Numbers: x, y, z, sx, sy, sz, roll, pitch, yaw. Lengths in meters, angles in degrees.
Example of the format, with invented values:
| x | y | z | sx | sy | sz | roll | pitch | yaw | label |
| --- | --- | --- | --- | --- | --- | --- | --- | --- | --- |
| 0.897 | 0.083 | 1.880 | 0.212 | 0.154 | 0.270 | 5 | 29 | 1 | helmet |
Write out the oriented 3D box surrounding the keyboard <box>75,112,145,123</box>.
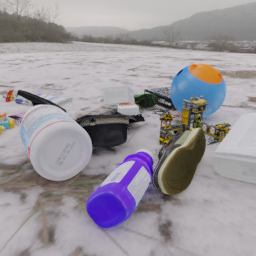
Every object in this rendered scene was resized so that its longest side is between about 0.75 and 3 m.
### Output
| x | y | z | sx | sy | sz | roll | pitch | yaw | label |
| --- | --- | --- | --- | --- | --- | --- | --- | --- | --- |
| -0.394 | -0.356 | 10.210 | 1.769 | 0.287 | 2.785 | -7 | -4 | 42 | keyboard |

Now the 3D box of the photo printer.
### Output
| x | y | z | sx | sy | sz | roll | pitch | yaw | label |
| --- | --- | --- | --- | --- | --- | --- | --- | --- | --- |
| 3.853 | 0.416 | 7.640 | 2.220 | 0.927 | 2.669 | 5 | 33 | 40 | photo printer |

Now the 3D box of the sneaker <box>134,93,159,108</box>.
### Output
| x | y | z | sx | sy | sz | roll | pitch | yaw | label |
| --- | --- | --- | --- | --- | --- | --- | --- | --- | --- |
| 0.599 | -1.466 | 14.244 | 1.903 | 0.742 | 0.811 | 2 | 19 | 6 | sneaker |

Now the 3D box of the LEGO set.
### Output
| x | y | z | sx | sy | sz | roll | pitch | yaw | label |
| --- | --- | --- | --- | --- | --- | --- | --- | --- | --- |
| 2.294 | -0.305 | 9.798 | 2.622 | 1.519 | 2.016 | -9 | 22 | -24 | LEGO set |

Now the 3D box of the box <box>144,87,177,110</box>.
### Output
| x | y | z | sx | sy | sz | roll | pitch | yaw | label |
| --- | --- | --- | --- | --- | --- | --- | --- | --- | --- |
| 2.403 | -1.662 | 14.944 | 2.106 | 0.642 | 2.613 | -12 | 23 | -27 | box |

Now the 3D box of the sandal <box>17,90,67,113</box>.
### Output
| x | y | z | sx | sy | sz | roll | pitch | yaw | label |
| --- | --- | --- | --- | --- | --- | --- | --- | --- | --- |
| -3.943 | -1.023 | 12.825 | 2.671 | 0.639 | 1.004 | 23 | 6 | 20 | sandal |

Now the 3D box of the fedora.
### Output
| x | y | z | sx | sy | sz | roll | pitch | yaw | label |
| --- | --- | --- | --- | --- | --- | --- | --- | --- | --- |
| -0.725 | 0.156 | 9.027 | 2.026 | 0.925 | 2.026 | -4 | -6 | 0 | fedora |

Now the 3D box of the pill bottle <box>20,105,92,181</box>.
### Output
| x | y | z | sx | sy | sz | roll | pitch | yaw | label |
| --- | --- | --- | --- | --- | --- | --- | --- | --- | --- |
| -2.265 | 0.226 | 8.210 | 1.585 | 1.585 | 2.914 | -10 | 21 | -26 | pill bottle |

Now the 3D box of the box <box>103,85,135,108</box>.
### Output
| x | y | z | sx | sy | sz | roll | pitch | yaw | label |
| --- | --- | --- | --- | --- | --- | --- | --- | --- | --- |
| -0.410 | -1.456 | 13.305 | 1.223 | 0.799 | 1.216 | -4 | -6 | 15 | box |

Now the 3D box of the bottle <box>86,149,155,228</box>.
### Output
| x | y | z | sx | sy | sz | roll | pitch | yaw | label |
| --- | --- | --- | --- | --- | --- | --- | --- | --- | --- |
| 0.009 | 1.204 | 6.370 | 1.033 | 0.807 | 2.472 | -36 | 2 | 27 | bottle |

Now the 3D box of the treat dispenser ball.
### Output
| x | y | z | sx | sy | sz | roll | pitch | yaw | label |
| --- | --- | --- | --- | --- | --- | --- | --- | --- | --- |
| 3.022 | -1.598 | 12.171 | 2.361 | 2.361 | 2.361 | 0 | 20 | 0 | treat dispenser ball |

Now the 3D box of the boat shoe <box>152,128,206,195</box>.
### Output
| x | y | z | sx | sy | sz | roll | pitch | yaw | label |
| --- | --- | --- | --- | --- | --- | --- | --- | --- | --- |
| 1.291 | 0.832 | 7.547 | 0.952 | 1.035 | 2.897 | -7 | 19 | 36 | boat shoe |

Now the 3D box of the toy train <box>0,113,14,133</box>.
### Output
| x | y | z | sx | sy | sz | roll | pitch | yaw | label |
| --- | --- | --- | --- | --- | --- | --- | --- | --- | --- |
| -5.466 | -0.164 | 10.780 | 1.636 | 0.606 | 2.178 | 8 | 21 | 20 | toy train |

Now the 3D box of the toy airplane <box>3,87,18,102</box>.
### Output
| x | y | z | sx | sy | sz | roll | pitch | yaw | label |
| --- | --- | --- | --- | --- | --- | --- | --- | --- | --- |
| -6.442 | -1.808 | 15.423 | 0.849 | 0.602 | 0.853 | -40 | 47 | -12 | toy airplane |

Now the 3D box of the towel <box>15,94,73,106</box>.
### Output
| x | y | z | sx | sy | sz | roll | pitch | yaw | label |
| --- | --- | --- | --- | --- | --- | --- | --- | --- | --- |
| -4.489 | -1.514 | 15.036 | 2.565 | 0.305 | 1.884 | 9 | 21 | 25 | towel |

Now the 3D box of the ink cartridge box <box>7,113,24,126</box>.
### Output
| x | y | z | sx | sy | sz | roll | pitch | yaw | label |
| --- | --- | --- | --- | --- | --- | --- | --- | --- | --- |
| -4.470 | -0.333 | 11.842 | 1.356 | 0.251 | 0.642 | 19 | 27 | 37 | ink cartridge box |

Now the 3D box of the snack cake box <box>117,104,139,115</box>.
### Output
| x | y | z | sx | sy | sz | roll | pitch | yaw | label |
| --- | --- | --- | --- | --- | --- | --- | --- | --- | --- |
| -0.009 | -0.734 | 12.249 | 0.844 | 0.493 | 1.467 | -4 | 11 | -3 | snack cake box |
